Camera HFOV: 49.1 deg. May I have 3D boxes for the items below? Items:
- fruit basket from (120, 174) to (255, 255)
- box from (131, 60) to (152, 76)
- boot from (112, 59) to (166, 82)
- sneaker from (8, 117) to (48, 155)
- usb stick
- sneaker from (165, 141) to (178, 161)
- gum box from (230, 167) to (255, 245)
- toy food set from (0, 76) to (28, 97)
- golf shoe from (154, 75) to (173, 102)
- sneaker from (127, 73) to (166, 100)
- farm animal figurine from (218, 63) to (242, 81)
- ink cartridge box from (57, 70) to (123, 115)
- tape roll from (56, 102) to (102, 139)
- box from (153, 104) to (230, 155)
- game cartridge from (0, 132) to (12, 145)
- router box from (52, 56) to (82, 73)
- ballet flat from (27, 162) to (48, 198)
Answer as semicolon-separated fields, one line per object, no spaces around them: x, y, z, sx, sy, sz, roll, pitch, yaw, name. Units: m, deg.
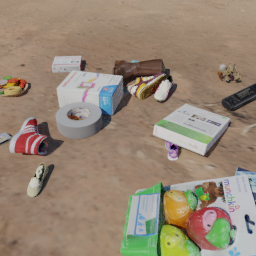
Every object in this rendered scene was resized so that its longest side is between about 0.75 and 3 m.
1.359;2.162;6.305;2.975;1.394;2.755;-16;32;21;fruit basket
0.753;-3.192;14.806;1.430;0.351;0.588;18;41;23;box
0.587;-2.626;13.489;2.571;0.826;2.396;2;46;4;boot
-3.254;0.293;9.869;1.146;0.726;2.038;9;30;-2;sneaker
5.155;-1.402;12.352;2.594;0.423;0.719;-24;57;-29;usb stick
1.533;0.631;9.623;0.418;0.459;1.038;-2;36;0;sneaker
3.700;2.410;7.112;2.346;0.615;2.762;16;40;20;gum box
-5.506;-1.935;13.102;1.554;0.382;1.570;8;38;10;toy food set
1.598;-1.782;12.597;0.601;0.762;1.654;15;41;18;golf shoe
0.904;-2.126;12.995;0.981;0.816;2.177;32;46;27;sneaker
4.946;-2.573;13.506;1.162;1.150;0.606;5;62;10;farm animal figurine
-1.583;-1.563;12.062;2.421;1.025;1.750;7;38;12;ink cartridge box
-1.868;-0.325;10.796;1.737;0.574;1.737;-1;36;0;tape roll
2.369;-0.060;10.162;1.914;0.482;2.651;23;31;27;box
-4.655;0.431;10.157;0.501;0.156;0.753;33;48;31;game cartridge
-3.266;-3.459;15.149;1.478;0.361;1.326;-2;37;-3;router box
-2.767;1.529;8.482;0.413;0.381;1.223;0;37;5;ballet flat
